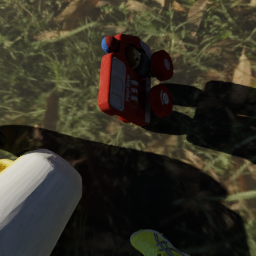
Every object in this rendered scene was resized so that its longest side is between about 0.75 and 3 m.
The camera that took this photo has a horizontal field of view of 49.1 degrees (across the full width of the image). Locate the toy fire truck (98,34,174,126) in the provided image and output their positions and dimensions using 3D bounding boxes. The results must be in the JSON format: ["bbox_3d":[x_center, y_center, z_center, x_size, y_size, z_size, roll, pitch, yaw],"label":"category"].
[{"bbox_3d":[0.090,-1.303,7.095,1.374,2.057,2.450,-9,68,34],"label":"toy fire truck"}]

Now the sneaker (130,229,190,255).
[{"bbox_3d":[0.731,2.705,5.952,1.575,0.602,0.594,24,101,20],"label":"sneaker"}]

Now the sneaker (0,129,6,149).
[{"bbox_3d":[-3.895,-0.142,6.319,1.264,2.886,1.093,33,89,21],"label":"sneaker"}]

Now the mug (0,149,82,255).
[{"bbox_3d":[-2.301,1.466,5.982,2.606,2.087,2.139,34,63,6],"label":"mug"}]
